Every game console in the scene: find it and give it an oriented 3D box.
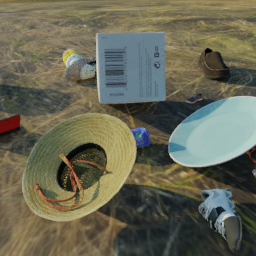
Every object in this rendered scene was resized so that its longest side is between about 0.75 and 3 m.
[{"bbox_3d":[-4.131,-0.111,8.814,1.255,0.745,1.082,-23,38,-35],"label":"game console"}]

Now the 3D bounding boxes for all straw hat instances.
[{"bbox_3d":[-0.976,1.030,6.443,2.712,1.148,2.712,-9,48,10],"label":"straw hat"}]

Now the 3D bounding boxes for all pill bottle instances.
[{"bbox_3d":[-2.729,-3.367,14.212,0.925,0.925,1.663,-11,32,-18],"label":"pill bottle"}]

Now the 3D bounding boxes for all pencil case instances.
[{"bbox_3d":[-0.103,0.328,8.181,1.481,0.643,0.578,-6,-8,-12],"label":"pencil case"}]

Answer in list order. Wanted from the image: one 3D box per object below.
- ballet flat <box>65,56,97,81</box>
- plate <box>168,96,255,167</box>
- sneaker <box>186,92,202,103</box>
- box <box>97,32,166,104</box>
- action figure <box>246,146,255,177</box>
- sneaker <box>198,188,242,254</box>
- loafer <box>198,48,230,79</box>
[{"bbox_3d":[-1.817,-2.874,13.415,0.949,0.961,2.823,23,38,20],"label":"ballet flat"},{"bbox_3d":[2.484,0.123,7.719,2.923,0.373,2.923,-28,23,13],"label":"plate"},{"bbox_3d":[2.621,-1.242,11.132,0.862,0.353,0.332,-22,37,-32],"label":"sneaker"},{"bbox_3d":[0.053,-2.093,10.153,2.347,2.335,2.010,-2,7,-6],"label":"box"},{"bbox_3d":[3.808,0.921,6.699,2.149,1.124,2.079,-1,42,0],"label":"action figure"},{"bbox_3d":[1.825,1.832,5.670,0.745,0.624,1.683,3,21,5],"label":"sneaker"},{"bbox_3d":[4.176,-3.247,13.865,1.075,1.051,2.945,-4,31,-7],"label":"loafer"}]
